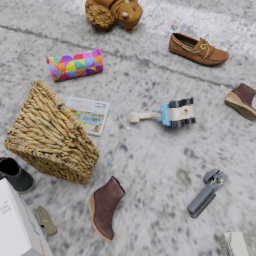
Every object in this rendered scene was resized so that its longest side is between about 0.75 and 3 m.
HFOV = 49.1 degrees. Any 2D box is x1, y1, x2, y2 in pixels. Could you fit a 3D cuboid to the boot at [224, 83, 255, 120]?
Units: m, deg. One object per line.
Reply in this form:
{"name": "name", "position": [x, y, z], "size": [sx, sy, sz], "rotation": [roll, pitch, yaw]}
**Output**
{"name": "boot", "position": [4.699, -1.088, 10.898], "size": [1.284, 0.558, 1.543], "rotation": [-39, 60, -22]}

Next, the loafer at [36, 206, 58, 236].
{"name": "loafer", "position": [-2.485, 2.766, 8.345], "size": [0.344, 0.388, 1.019], "rotation": [-31, 60, -25]}

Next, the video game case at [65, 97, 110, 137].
{"name": "video game case", "position": [-1.670, -0.458, 10.696], "size": [1.695, 0.194, 1.542], "rotation": [10, 56, 5]}

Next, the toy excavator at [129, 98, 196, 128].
{"name": "toy excavator", "position": [1.246, -0.477, 10.263], "size": [1.846, 1.899, 0.948], "rotation": [-12, 96, -37]}

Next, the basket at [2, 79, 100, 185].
{"name": "basket", "position": [-1.800, 0.256, 8.325], "size": [2.102, 2.945, 2.194], "rotation": [14, 67, 11]}

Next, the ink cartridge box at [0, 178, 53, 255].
{"name": "ink cartridge box", "position": [-3.212, 2.917, 6.874], "size": [1.922, 2.611, 1.889], "rotation": [-28, 60, -18]}

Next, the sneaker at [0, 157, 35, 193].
{"name": "sneaker", "position": [-4.142, 1.168, 8.908], "size": [2.383, 1.266, 0.891], "rotation": [18, 57, 12]}

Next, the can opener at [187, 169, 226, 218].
{"name": "can opener", "position": [2.450, 2.015, 8.913], "size": [1.858, 0.496, 0.621], "rotation": [-39, 31, -23]}

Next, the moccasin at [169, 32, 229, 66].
{"name": "moccasin", "position": [3.111, -3.551, 12.307], "size": [2.695, 1.040, 0.986], "rotation": [29, 60, 19]}

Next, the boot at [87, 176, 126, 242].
{"name": "boot", "position": [-0.531, 2.338, 8.202], "size": [1.278, 0.556, 1.536], "rotation": [-46, 53, 15]}

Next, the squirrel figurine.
{"name": "squirrel figurine", "position": [-0.683, -5.654, 13.560], "size": [2.782, 1.969, 2.596], "rotation": [-32, 71, -4]}

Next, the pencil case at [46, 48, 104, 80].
{"name": "pencil case", "position": [-2.207, -2.702, 11.775], "size": [2.362, 1.044, 1.044], "rotation": [-11, 56, -9]}

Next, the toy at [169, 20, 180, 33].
{"name": "toy", "position": [2.303, -5.054, 13.863], "size": [0.493, 0.202, 0.857], "rotation": [8, 56, 6]}

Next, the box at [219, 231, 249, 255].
{"name": "box", "position": [2.972, 3.681, 7.566], "size": [0.536, 0.644, 1.566], "rotation": [-5, 54, -3]}
